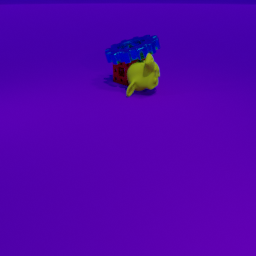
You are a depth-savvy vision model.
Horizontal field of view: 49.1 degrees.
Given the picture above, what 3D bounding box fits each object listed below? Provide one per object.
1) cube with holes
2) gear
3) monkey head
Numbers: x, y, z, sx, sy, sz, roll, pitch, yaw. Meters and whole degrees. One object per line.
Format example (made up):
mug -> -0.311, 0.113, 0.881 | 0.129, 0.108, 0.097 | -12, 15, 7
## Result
cube with holes -> 0.099, -2.364, 11.334 | 1.021, 1.021, 1.021 | 24, 35, 39
gear -> 0.161, -2.995, 10.596 | 2.071, 0.383, 2.071 | -13, 29, 7
monkey head -> 0.478, -2.020, 9.945 | 1.150, 1.373, 1.908 | 5, 62, 19
